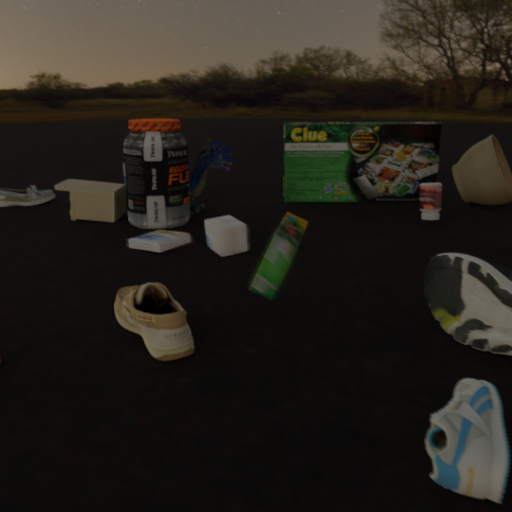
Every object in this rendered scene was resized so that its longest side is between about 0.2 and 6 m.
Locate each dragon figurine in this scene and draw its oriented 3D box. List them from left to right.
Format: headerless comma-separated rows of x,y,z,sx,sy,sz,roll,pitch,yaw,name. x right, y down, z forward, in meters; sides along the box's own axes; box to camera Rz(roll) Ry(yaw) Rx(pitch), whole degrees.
-2.393,-2.169,14.923,3.906,1.942,1.149,4,18,13,dragon figurine

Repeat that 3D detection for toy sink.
-4.215,-1.387,14.283,1.542,0.864,1.005,6,18,1,toy sink

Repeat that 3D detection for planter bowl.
6.337,-2.227,15.734,1.298,1.928,1.928,-21,5,32,planter bowl

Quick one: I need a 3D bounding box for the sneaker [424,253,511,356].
3.636,0.805,7.377,1.301,1.145,3.074,-6,27,-38,sneaker

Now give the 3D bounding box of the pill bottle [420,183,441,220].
4.167,-1.303,13.390,0.492,0.862,0.492,-2,9,0,pill bottle

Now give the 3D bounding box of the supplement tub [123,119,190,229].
-2.384,-1.998,13.467,1.530,2.497,1.530,0,18,0,supplement tub

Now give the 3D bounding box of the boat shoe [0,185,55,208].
-6.634,-1.728,15.772,1.820,0.584,0.671,-6,19,-18,boat shoe

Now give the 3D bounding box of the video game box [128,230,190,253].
-2.058,-0.326,11.949,0.891,0.229,0.978,10,20,32,video game box

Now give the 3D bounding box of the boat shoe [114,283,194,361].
-1.454,0.726,7.880,0.778,0.730,2.109,-11,21,-31,boat shoe

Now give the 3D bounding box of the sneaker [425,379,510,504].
1.961,1.619,5.324,0.634,0.601,1.570,8,18,14,sneaker

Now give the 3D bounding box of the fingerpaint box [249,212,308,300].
0.357,-0.007,8.534,0.393,1.073,0.895,26,26,3,fingerpaint box

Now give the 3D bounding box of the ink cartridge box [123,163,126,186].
-3.499,-2.531,17.831,1.166,0.856,0.852,13,22,33,ink cartridge box

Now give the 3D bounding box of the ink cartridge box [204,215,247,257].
-0.603,-0.406,11.563,0.592,0.608,0.945,-13,23,-23,ink cartridge box

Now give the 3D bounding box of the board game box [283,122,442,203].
2.944,-2.642,15.892,4.344,2.276,0.510,1,19,1,board game box
